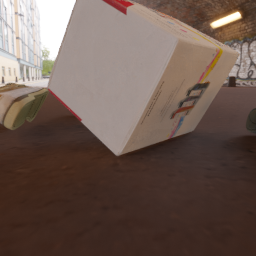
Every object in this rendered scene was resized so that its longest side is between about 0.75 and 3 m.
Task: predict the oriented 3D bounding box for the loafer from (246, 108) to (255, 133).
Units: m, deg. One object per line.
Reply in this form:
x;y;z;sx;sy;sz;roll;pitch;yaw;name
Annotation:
3.154;-0.078;5.619;0.690;0.788;2.194;15;6;-2;loafer

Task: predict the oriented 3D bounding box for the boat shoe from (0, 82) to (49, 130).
-2.831;-0.731;7.222;0.977;1.068;2.858;28;5;-8;boat shoe

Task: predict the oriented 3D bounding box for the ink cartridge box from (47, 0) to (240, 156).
0.419;-1.143;5.692;2.149;2.139;2.957;40;29;25;ink cartridge box
